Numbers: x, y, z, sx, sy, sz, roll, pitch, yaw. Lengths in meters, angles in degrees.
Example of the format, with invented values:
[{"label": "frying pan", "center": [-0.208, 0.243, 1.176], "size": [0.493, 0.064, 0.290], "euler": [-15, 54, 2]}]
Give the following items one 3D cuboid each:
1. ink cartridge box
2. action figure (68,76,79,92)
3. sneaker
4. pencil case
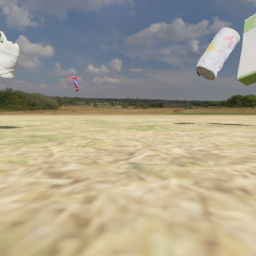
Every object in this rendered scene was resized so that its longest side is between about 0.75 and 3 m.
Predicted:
[{"label": "ink cartridge box", "center": [4.761, -2.924, 9.574], "size": [0.615, 2.566, 1.867], "euler": [22, -18, -22]}, {"label": "action figure", "center": [-2.347, -1.915, 11.895], "size": [0.448, 0.295, 0.904], "euler": [-7, 46, -8]}, {"label": "sneaker", "center": [-3.859, -2.309, 7.564], "size": [2.523, 1.011, 0.887], "euler": [32, 17, 14]}, {"label": "pencil case", "center": [3.245, -2.655, 10.092], "size": [0.863, 1.903, 0.791], "euler": [35, -7, -24]}]
